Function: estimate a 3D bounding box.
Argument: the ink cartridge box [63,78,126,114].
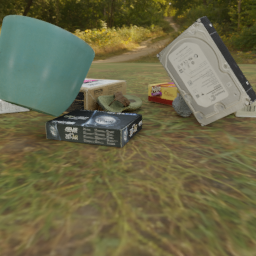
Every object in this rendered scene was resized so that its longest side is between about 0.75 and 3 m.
[{"bbox_3d":[-1.724,-1.348,11.369,2.333,1.063,2.831,10,20,27],"label":"ink cartridge box"}]

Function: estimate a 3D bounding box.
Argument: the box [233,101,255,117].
[{"bbox_3d":[4.385,-0.988,10.686,0.898,0.735,1.891,3,16,10],"label":"box"}]

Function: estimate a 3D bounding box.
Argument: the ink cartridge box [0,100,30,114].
[{"bbox_3d":[-5.261,-1.012,11.063,2.469,0.584,1.976,-5,17,-24],"label":"ink cartridge box"}]

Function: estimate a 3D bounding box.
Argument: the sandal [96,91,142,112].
[{"bbox_3d":[-0.259,-1.056,10.361,0.934,0.671,2.353,47,35,19],"label":"sandal"}]

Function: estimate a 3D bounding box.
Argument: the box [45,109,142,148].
[{"bbox_3d":[-0.888,-0.057,7.903,2.205,0.480,1.766,6,17,19],"label":"box"}]

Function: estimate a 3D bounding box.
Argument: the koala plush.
[{"bbox_3d":[2.638,-1.767,10.572,2.087,2.163,2.354,0,20,-4],"label":"koala plush"}]

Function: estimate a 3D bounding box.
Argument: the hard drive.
[{"bbox_3d":[2.207,-1.534,8.173,0.509,2.691,1.880,-35,3,-39],"label":"hard drive"}]

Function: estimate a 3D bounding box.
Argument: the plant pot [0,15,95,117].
[{"bbox_3d":[-2.345,-1.443,7.525,2.482,1.992,2.482,16,-4,1],"label":"plant pot"}]

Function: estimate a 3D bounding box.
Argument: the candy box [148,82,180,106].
[{"bbox_3d":[2.551,-1.641,12.833,2.931,0.828,1.710,-14,22,-37],"label":"candy box"}]
